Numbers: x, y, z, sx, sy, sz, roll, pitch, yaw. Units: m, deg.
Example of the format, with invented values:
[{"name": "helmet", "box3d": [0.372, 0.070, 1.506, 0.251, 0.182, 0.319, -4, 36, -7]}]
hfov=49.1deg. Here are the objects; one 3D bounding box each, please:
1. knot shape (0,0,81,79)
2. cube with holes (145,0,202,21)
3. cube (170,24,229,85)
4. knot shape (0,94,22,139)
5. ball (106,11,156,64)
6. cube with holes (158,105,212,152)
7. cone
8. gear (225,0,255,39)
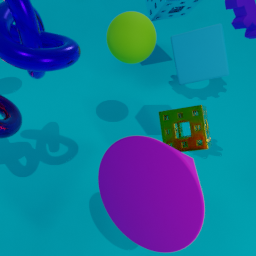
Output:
[{"name": "knot shape", "box3d": [-1.485, -1.354, 3.635, 0.792, 1.605, 1.715, -47, 31, -1]}, {"name": "cube with holes", "box3d": [1.335, -4.254, 8.578, 1.310, 1.310, 1.310, -14, 1, -15]}, {"name": "cube", "box3d": [1.408, -1.425, 5.455, 0.914, 0.914, 0.914, -9, 13, 19]}, {"name": "knot shape", "box3d": [-2.571, -0.672, 4.215, 1.949, 1.823, 0.900, 26, 61, 8]}, {"name": "ball", "box3d": [0.066, -1.777, 5.545, 0.985, 0.985, 0.985, 0, 41, 0]}, {"name": "cube with holes", "box3d": [1.101, 0.024, 5.308, 0.781, 0.781, 0.781, -8, -1, 21]}, {"name": "cone", "box3d": [0.575, 0.610, 3.667, 1.372, 1.372, 1.377, 27, 27, 28]}, {"name": "gear", "box3d": [3.034, -3.005, 6.203, 1.949, 1.949, 0.360, -18, 20, -19]}]
